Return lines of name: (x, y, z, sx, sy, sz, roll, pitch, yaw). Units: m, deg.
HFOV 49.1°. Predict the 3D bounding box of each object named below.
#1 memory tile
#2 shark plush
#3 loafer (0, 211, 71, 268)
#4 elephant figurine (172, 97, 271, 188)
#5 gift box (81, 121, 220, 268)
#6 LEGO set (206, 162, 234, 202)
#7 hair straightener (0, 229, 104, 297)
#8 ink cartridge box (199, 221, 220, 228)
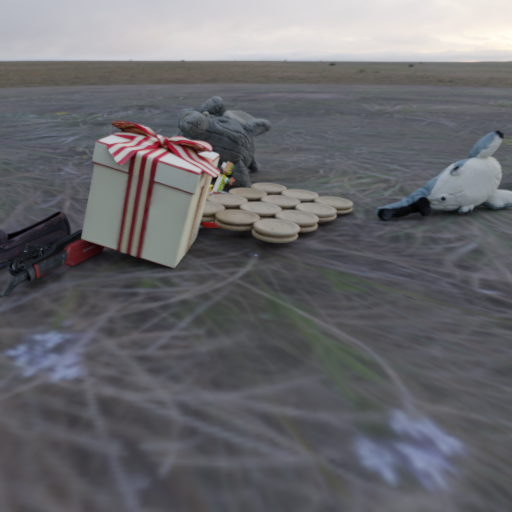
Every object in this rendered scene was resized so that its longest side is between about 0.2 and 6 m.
memory tile: (0.275, -0.892, 10.729, 2.393, 0.262, 3.122, 16, 23, 29)
shark plush: (3.934, -1.188, 11.546, 3.431, 1.559, 1.429, -35, 14, -24)
loafer: (-3.867, -0.246, 8.819, 1.971, 0.621, 0.709, -19, 28, -41)
elephant figurine: (-0.714, -2.539, 12.981, 2.400, 2.189, 3.094, -23, 20, -16)
gift box: (-1.558, -1.007, 8.717, 1.796, 1.817, 1.946, 15, 20, -4)
LEGO set: (-0.736, -1.382, 11.761, 0.536, 0.663, 1.441, 17, 43, 24)
hair straightener: (-3.202, 0.078, 8.443, 0.803, 0.427, 2.087, 7, 26, 20)
ink cartridge box: (-1.177, -0.825, 10.806, 1.299, 0.325, 1.046, -1, 22, 0)
